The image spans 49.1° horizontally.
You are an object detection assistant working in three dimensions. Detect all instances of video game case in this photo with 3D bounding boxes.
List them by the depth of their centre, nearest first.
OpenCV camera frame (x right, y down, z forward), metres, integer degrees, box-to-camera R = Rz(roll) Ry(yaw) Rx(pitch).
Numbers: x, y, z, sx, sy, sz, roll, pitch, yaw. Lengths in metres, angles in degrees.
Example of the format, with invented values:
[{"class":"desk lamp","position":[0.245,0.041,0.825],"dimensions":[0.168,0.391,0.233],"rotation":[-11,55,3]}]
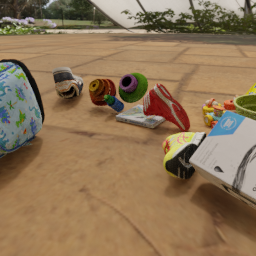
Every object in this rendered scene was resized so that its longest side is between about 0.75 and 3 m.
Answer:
[{"class":"video game case","position":[0.561,-0.417,9.208],"dimensions":[1.359,0.164,1.491],"rotation":[14,26,29]}]

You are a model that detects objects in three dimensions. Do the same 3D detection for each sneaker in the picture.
[{"class":"sneaker","position":[1.111,0.551,6.265],"dimensions":[0.898,0.777,1.988],"rotation":[9,15,27]},{"class":"sneaker","position":[1.096,-0.447,8.462],"dimensions":[0.949,1.642,0.643],"rotation":[-39,-11,34]},{"class":"sneaker","position":[-2.326,-1.599,11.060],"dimensions":[0.951,0.963,2.424],"rotation":[-12,-5,6]}]

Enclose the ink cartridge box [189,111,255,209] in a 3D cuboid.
[{"class":"ink cartridge box","position":[2.374,0.708,4.795],"dimensions":[2.241,0.760,1.300],"rotation":[30,79,45]}]

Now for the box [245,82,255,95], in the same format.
[{"class":"box","position":[4.300,-0.985,7.874],"dimensions":[1.666,1.016,1.605],"rotation":[-42,4,-29]}]

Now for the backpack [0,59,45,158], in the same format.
[{"class":"backpack","position":[-3.077,-0.306,6.439],"dimensions":[2.023,2.147,2.631],"rotation":[3,25,30]}]

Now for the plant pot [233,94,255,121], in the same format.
[{"class":"plant pot","position":[3.216,-0.024,6.833],"dimensions":[1.360,1.250,1.360],"rotation":[-2,26,1]}]

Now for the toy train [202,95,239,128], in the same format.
[{"class":"toy train","position":[3.191,-0.614,8.943],"dimensions":[1.614,0.598,2.149],"rotation":[2,25,15]}]

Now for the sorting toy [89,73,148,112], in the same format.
[{"class":"sorting toy","position":[-0.489,-1.308,9.482],"dimensions":[2.210,1.328,0.907],"rotation":[-11,-23,26]}]
